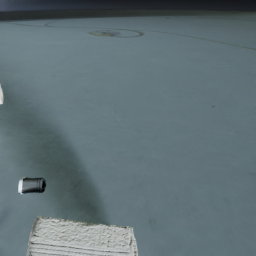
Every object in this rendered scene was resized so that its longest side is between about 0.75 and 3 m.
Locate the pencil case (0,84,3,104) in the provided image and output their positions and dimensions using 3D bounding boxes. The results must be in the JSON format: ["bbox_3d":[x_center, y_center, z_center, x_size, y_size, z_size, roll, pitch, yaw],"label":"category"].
[{"bbox_3d":[-4.424,-0.804,6.878,2.666,1.192,1.037,-18,27,-7],"label":"pencil case"}]

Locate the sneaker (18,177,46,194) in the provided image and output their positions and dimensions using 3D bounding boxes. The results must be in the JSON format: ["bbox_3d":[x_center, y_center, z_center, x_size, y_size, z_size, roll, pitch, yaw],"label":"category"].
[{"bbox_3d":[-1.644,1.009,4.874,0.427,0.305,0.861,5,-11,-15],"label":"sneaker"}]

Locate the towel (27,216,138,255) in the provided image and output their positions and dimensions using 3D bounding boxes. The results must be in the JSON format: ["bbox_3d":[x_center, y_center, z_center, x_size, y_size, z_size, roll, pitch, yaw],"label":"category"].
[{"bbox_3d":[-0.581,1.687,3.714,1.511,0.261,1.001,12,29,-12],"label":"towel"}]
